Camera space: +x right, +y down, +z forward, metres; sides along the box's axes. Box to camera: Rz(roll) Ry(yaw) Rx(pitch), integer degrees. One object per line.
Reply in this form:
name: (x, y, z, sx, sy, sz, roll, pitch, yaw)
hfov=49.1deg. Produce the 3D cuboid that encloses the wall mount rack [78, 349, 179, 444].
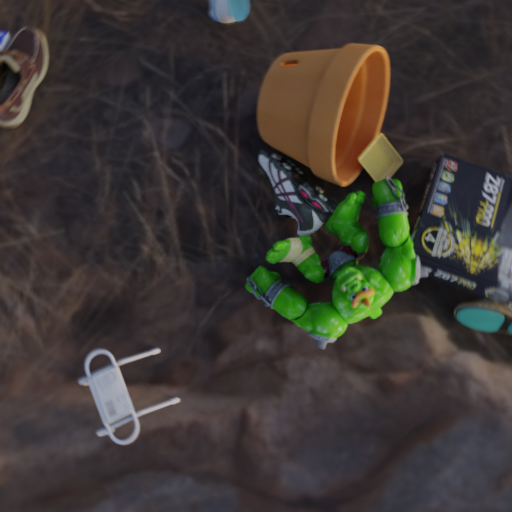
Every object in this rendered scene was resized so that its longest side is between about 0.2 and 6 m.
wall mount rack: (-2.211, 2.326, 9.672, 1.436, 0.616, 1.652, -24, 74, -4)

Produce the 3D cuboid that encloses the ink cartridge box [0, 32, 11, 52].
ink cartridge box: (-5.883, -3.758, 11.619, 0.949, 0.446, 2.019, 13, 73, 3)

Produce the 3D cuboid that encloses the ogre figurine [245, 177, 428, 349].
ogre figurine: (1.559, 0.210, 9.803, 3.175, 1.558, 1.904, -31, 71, -11)

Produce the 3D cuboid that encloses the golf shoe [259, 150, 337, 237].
golf shoe: (0.572, -1.249, 10.641, 0.906, 0.794, 2.056, -54, 56, 21)

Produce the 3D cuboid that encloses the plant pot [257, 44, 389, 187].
plant pot: (1.185, -2.723, 10.425, 1.759, 2.512, 2.512, 20, 73, 24)

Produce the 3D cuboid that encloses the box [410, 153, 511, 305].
box: (3.982, -0.545, 10.344, 1.980, 0.603, 2.456, 23, 63, 7)

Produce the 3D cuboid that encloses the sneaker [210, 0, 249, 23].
sneaker: (-0.654, -5.986, 11.738, 0.825, 0.782, 2.044, 14, 106, 44)

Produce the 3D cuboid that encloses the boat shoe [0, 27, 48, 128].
boat shoe: (-4.919, -3.803, 11.428, 0.834, 0.832, 2.311, 10, 73, 3)

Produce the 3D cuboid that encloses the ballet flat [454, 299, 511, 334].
ballet flat: (4.462, 1.080, 10.119, 1.805, 0.636, 0.589, 15, 45, 2)

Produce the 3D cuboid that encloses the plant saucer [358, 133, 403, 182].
plant saucer: (2.406, -1.862, 11.021, 0.791, 0.192, 0.791, 46, 74, -18)
